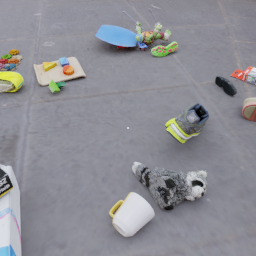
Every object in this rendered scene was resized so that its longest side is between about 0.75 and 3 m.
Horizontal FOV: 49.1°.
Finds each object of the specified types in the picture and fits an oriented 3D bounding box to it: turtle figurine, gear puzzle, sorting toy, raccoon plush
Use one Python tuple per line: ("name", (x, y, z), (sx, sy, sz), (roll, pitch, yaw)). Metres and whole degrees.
("turtle figurine", (1.242, -5.356, 14.874), (1.647, 2.289, 2.220), (-17, -1, 42))
("gear puzzle", (-5.846, -3.469, 13.926), (1.113, 0.281, 2.149), (-1, 40, -1))
("sorting toy", (-3.028, -2.467, 12.629), (2.106, 0.419, 2.849), (-14, 42, -16))
("raccoon plush", (1.237, 1.301, 7.813), (1.397, 1.009, 2.085), (-14, 41, -28))

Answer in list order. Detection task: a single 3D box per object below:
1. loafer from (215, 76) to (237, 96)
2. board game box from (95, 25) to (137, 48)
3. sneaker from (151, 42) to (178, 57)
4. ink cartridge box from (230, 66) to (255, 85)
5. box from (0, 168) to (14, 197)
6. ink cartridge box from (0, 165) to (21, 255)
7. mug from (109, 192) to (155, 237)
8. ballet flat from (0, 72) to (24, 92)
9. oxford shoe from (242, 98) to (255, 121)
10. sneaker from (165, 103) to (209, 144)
("loafer", (4.245, -1.827, 11.847), (0.485, 0.489, 1.343), (-8, 42, -16))
("board game box", (-0.600, -4.837, 15.343), (2.156, 0.531, 2.728), (15, 38, -3))
("sneaker", (1.856, -4.069, 14.545), (1.537, 0.590, 0.644), (-19, 21, -21))
("ink cartridge box", (5.515, -2.398, 12.569), (1.519, 0.383, 0.828), (29, 48, 28))
("box", (-3.972, 1.199, 6.270), (2.178, 0.537, 1.739), (25, 44, 30))
("ink cartridge box", (-3.549, 2.425, 6.159), (2.137, 1.252, 2.957), (-11, 41, -13))
("mug", (0.042, 2.215, 6.962), (0.830, 1.036, 0.850), (46, 62, 2))
("ballet flat", (-5.835, -1.822, 11.498), (2.916, 0.974, 0.977), (-3, 46, -6))
("oxford shoe", (5.592, -0.725, 10.169), (2.704, 0.957, 0.998), (11, 39, 13))
("sneaker", (2.153, -0.280, 8.924), (0.963, 1.055, 2.607), (51, 30, 5))
